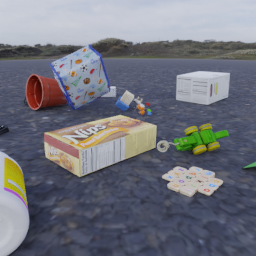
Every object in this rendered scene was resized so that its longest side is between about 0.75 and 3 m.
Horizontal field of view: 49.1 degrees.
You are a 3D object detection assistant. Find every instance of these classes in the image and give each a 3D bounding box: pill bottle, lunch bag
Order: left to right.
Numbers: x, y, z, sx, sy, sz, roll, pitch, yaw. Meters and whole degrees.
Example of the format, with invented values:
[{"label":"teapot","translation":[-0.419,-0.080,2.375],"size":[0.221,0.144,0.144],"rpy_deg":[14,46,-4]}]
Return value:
[{"label":"pill bottle","translation":[-2.415,1.157,4.912],"size":[1.162,1.162,2.230],"rpy_deg":[-7,19,-21]},{"label":"lunch bag","translation":[-1.965,-2.059,12.167],"size":[2.047,2.408,1.491],"rpy_deg":[-29,50,-9]}]

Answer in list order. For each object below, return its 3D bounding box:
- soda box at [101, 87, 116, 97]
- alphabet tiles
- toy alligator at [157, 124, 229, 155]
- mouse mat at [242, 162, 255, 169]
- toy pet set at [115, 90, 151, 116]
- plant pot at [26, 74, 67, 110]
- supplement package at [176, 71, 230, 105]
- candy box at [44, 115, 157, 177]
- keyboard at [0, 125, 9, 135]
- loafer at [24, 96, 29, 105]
[{"label":"soda box","translation":[-1.532,-2.099,16.177],"size":[1.664,0.530,0.567],"rpy_deg":[0,18,-1]},{"label":"alphabet tiles","translation":[1.483,1.213,6.500],"size":[1.231,0.092,1.259],"rpy_deg":[13,22,38]},{"label":"toy alligator","translation":[1.797,0.430,8.121],"size":[2.534,0.751,0.687],"rpy_deg":[-10,-21,-25]},{"label":"mouse mat","translation":[3.787,0.755,7.036],"size":[1.559,0.059,1.255],"rpy_deg":[-11,-8,-33]},{"label":"toy pet set","translation":[0.225,-0.927,12.652],"size":[1.448,0.824,1.551],"rpy_deg":[33,18,-10]},{"label":"plant pot","translation":[-3.736,-1.686,13.318],"size":[1.632,1.632,1.587],"rpy_deg":[17,15,42]},{"label":"supplement package","translation":[4.086,-2.238,15.192],"size":[1.917,1.365,2.462],"rpy_deg":[14,24,39]},{"label":"candy box","translation":[-0.704,0.365,7.997],"size":[2.838,0.785,1.638],"rpy_deg":[-17,24,-42]},{"label":"keyboard","translation":[-5.391,-0.008,10.052],"size":[2.221,0.285,1.334],"rpy_deg":[6,19,17]},{"label":"loafer","translation":[-4.724,-1.326,13.907],"size":[1.213,0.426,0.412],"rpy_deg":[12,22,30]}]
